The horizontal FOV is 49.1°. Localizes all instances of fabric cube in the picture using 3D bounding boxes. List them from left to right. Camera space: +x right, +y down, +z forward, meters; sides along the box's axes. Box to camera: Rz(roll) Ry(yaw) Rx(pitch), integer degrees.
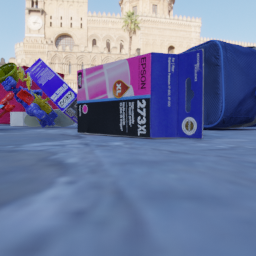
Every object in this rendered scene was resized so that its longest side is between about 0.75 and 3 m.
[{"bbox_3d":[-4.654,-1.382,12.814,2.509,2.469,2.517,1,1,29],"label":"fabric cube"}]

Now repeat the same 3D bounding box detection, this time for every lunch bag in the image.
[{"bbox_3d":[2.118,-0.908,6.584,1.800,1.848,2.720,-1,2,-27],"label":"lunch bag"}]

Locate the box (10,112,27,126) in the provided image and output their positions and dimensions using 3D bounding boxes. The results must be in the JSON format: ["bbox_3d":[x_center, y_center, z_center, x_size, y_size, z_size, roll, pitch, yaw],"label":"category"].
[{"bbox_3d":[-3.507,-0.308,9.798,0.616,0.482,0.990,1,2,27],"label":"box"}]

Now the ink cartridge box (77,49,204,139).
[{"bbox_3d":[0.011,-0.367,3.528,0.372,0.950,2.006,-2,2,-44],"label":"ink cartridge box"}]

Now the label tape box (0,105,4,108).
[{"bbox_3d":[-3.339,-0.246,5.696,1.417,0.468,1.015,1,11,-18],"label":"label tape box"}]

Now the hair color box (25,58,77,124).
[{"bbox_3d":[-1.710,-0.901,7.135,1.841,0.597,1.006,41,-4,29],"label":"hair color box"}]

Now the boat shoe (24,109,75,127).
[{"bbox_3d":[-2.379,-0.315,8.716,1.598,0.558,0.569,-3,6,-13],"label":"boat shoe"}]

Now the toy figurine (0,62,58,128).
[{"bbox_3d":[-2.847,-0.563,7.723,1.790,1.576,2.988,45,-7,-39],"label":"toy figurine"}]
